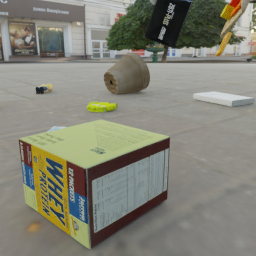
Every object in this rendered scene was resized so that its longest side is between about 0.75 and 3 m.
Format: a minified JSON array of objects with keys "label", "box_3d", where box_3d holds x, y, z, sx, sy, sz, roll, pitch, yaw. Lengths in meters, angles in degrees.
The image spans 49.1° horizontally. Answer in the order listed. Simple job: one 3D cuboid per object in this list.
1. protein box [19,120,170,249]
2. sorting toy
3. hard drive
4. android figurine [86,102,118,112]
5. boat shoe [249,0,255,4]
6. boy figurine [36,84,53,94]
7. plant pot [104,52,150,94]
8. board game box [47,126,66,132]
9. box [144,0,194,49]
[{"label":"protein box","box_3d":[-0.422,0.566,3.702,1.388,0.944,1.399,14,21,41]},{"label":"sorting toy","box_3d":[1.147,-1.351,2.883,0.170,1.248,0.703,25,-4,5]},{"label":"hard drive","box_3d":[3.812,-1.187,11.299,1.312,0.265,1.989,-9,18,-30]},{"label":"android figurine","box_3d":[-0.932,-0.750,9.812,1.041,0.235,1.143,14,19,40]},{"label":"boat shoe","box_3d":[1.778,-2.052,3.839,0.678,0.585,1.866,42,23,-10]},{"label":"boy figurine","box_3d":[-4.113,-1.955,13.837,0.765,0.396,1.231,1,15,9]},{"label":"plant pot","box_3d":[-0.193,-2.454,13.420,1.669,1.924,1.924,-28,28,-29]},{"label":"board game box","box_3d":[-1.240,0.324,5.725,1.092,0.339,1.446,2,16,5]},{"label":"box","box_3d":[1.466,-3.853,9.244,1.035,1.969,2.405,21,24,2]}]
